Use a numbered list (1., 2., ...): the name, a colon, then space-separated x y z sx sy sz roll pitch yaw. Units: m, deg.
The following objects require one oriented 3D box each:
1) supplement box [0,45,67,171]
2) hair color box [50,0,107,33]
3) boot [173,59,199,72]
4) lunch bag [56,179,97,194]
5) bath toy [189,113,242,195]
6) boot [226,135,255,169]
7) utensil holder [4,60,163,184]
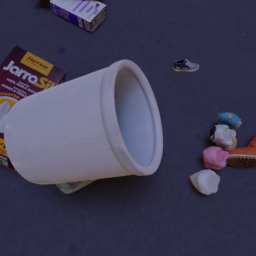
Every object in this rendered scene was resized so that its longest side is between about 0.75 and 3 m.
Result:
1. supplement box: -3.099 -0.557 7.713 1.630 1.265 2.953 27 62 -10
2. hair color box: -1.759 -4.269 10.062 1.800 0.583 0.984 31 69 15
3. boot: 1.940 -2.074 9.219 0.863 0.390 0.314 -5 67 -2
4. lunch bag: -1.621 0.719 7.822 1.578 0.759 1.968 -29 70 -9
5. bath toy: 2.406 0.725 7.788 1.025 0.871 2.358 36 72 -25
6. boot: 3.610 0.572 7.958 1.949 0.731 1.045 -2 63 -10
7. utensil holder: -0.794 0.028 5.297 2.354 2.000 2.000 -12 64 24
